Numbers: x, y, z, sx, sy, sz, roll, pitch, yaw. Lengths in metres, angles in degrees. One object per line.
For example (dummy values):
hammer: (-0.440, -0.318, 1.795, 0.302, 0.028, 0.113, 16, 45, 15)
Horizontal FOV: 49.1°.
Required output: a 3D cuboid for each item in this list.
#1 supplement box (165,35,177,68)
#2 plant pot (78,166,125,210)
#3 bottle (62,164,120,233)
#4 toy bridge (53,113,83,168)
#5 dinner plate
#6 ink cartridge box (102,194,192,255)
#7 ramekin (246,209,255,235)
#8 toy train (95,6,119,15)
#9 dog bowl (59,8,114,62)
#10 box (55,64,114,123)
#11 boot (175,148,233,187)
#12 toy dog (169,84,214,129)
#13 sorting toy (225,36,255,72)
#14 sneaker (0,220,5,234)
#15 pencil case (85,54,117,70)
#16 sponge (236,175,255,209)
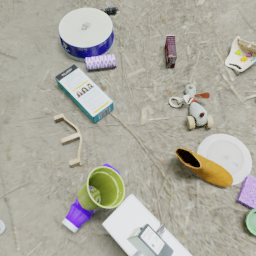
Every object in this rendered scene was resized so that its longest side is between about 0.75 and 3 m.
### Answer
supplement box: (1.752, -3.154, 11.535, 0.372, 0.666, 1.223, 0, 63, 0)
plant pot: (-0.813, 1.723, 7.465, 1.107, 1.018, 1.107, 20, 51, -27)
bottle: (-1.126, 2.171, 8.735, 0.726, 0.929, 2.223, 34, 67, 12)
toy bridge: (-2.012, 0.385, 9.983, 0.722, 0.292, 2.147, -21, 65, -10)
dinner plate: (3.360, 1.033, 9.716, 1.912, 0.232, 1.912, 0, 65, 0)
ink cartridge box: (0.680, 3.305, 7.573, 1.147, 1.987, 2.731, -42, 70, -16)
ramekin: (4.012, 2.861, 8.566, 0.807, 0.394, 0.807, -1, 84, 12)
toy train: (-1.360, -5.333, 12.835, 1.859, 0.317, 0.426, -8, 52, -3)
dog bowl: (-1.729, -3.940, 11.798, 2.267, 0.893, 2.267, 0, 63, 0)
box: (-1.667, -1.334, 10.671, 0.974, 0.582, 2.368, -39, 70, -17)
boot: (2.387, 1.279, 8.856, 1.983, 1.419, 0.698, 31, 93, 20)
toy dog: (2.472, -0.848, 10.234, 1.279, 0.934, 1.939, -26, 67, -12)
sorting toy: (4.679, -2.865, 11.398, 1.288, 0.764, 1.431, -44, 51, -4)
sneaker: (-4.267, 2.743, 8.644, 1.182, 0.587, 0.461, 40, 70, 18)
pencil case: (-1.097, -2.693, 11.396, 1.286, 0.540, 0.550, -7, 32, -6)
sponge: (4.497, 2.353, 9.010, 1.747, 0.261, 0.974, 29, 69, 12)
